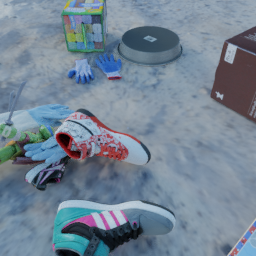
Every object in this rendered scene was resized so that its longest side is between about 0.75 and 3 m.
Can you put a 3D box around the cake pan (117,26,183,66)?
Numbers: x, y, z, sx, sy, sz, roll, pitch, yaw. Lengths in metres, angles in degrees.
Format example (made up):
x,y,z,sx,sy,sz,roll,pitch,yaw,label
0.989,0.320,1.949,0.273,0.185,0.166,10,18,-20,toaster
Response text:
x,y,z,sx,sy,sz,roll,pitch,yaw,label
0.852,-3.233,10.763,2.559,0.469,2.559,0,44,0,cake pan

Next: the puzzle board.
x,y,z,sx,sy,sz,roll,pitch,yaw,label
3.277,2.466,4.385,2.206,0.255,2.927,-35,68,-29,puzzle board

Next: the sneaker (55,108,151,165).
x,y,z,sx,sy,sz,roll,pitch,yaw,label
-0.597,0.462,6.311,2.141,0.715,1.148,32,40,5,sneaker

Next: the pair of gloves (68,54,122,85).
x,y,z,sx,sy,sz,roll,pitch,yaw,label
-1.133,-2.081,9.740,1.941,0.221,1.561,-8,44,-10,pair of gloves

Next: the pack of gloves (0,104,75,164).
x,y,z,sx,sy,sz,roll,pitch,yaw,label
-1.859,0.148,6.909,1.860,0.437,2.214,40,35,24,pack of gloves

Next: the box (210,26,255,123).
x,y,z,sx,sy,sz,roll,pitch,yaw,label
3.969,-1.641,8.033,2.304,1.912,1.892,-31,52,-28,box

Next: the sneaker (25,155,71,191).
x,y,z,sx,sy,sz,roll,pitch,yaw,label
-1.667,0.966,6.442,0.575,0.535,1.331,45,53,8,sneaker

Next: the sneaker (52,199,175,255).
x,y,z,sx,sy,sz,roll,pitch,yaw,label
-0.321,1.995,4.896,2.276,0.951,1.374,-1,38,10,sneaker

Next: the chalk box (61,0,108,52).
x,y,z,sx,sy,sz,roll,pitch,yaw,label
-1.616,-3.866,10.676,1.495,1.503,2.415,1,42,1,chalk box

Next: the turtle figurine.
x,y,z,sx,sy,sz,roll,pitch,yaw,label
-2.856,0.173,6.325,2.021,2.085,1.500,-41,42,-24,turtle figurine
